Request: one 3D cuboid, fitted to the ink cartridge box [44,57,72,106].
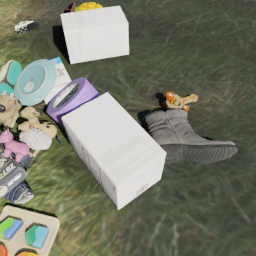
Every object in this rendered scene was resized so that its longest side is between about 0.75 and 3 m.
[{"bbox_3d":[-2.915,-1.832,10.937,1.221,0.715,1.690,-22,60,-14],"label":"ink cartridge box"}]

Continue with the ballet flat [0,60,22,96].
[{"bbox_3d":[-4.808,-1.575,10.864,0.795,0.860,2.551,-15,47,25],"label":"ballet flat"}]

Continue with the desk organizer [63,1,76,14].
[{"bbox_3d":[-2.897,-5.787,13.870,0.398,0.427,1.109,5,55,3],"label":"desk organizer"}]

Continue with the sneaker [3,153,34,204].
[{"bbox_3d":[-3.186,1.568,8.593,1.122,0.590,1.552,20,65,25],"label":"sneaker"}]

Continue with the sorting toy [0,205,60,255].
[{"bbox_3d":[-3.042,3.222,7.643,1.810,0.357,1.955,11,56,8],"label":"sorting toy"}]

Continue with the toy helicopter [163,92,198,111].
[{"bbox_3d":[2.078,-0.959,10.475,1.418,0.559,0.938,-18,51,-25],"label":"toy helicopter"}]

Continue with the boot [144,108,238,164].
[{"bbox_3d":[2.060,0.134,9.404,2.919,1.019,1.921,1,55,-2],"label":"boot"}]

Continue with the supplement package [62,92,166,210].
[{"bbox_3d":[-0.464,0.644,8.600,1.734,1.713,2.861,-32,61,-20],"label":"supplement package"}]

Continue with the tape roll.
[{"bbox_3d":[-1.904,-0.887,9.709,1.752,0.744,1.752,-29,33,21],"label":"tape roll"}]

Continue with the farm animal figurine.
[{"bbox_3d":[-3.486,-0.277,8.770,2.927,2.363,1.472,28,97,19],"label":"farm animal figurine"}]

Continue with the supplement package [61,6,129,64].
[{"bbox_3d":[-1.371,-3.942,11.849,2.562,1.534,1.553,-11,50,-8],"label":"supplement package"}]

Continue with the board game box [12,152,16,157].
[{"bbox_3d":[-4.050,1.047,9.253,1.189,0.232,0.940,-18,51,-16],"label":"board game box"}]

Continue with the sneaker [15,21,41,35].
[{"bbox_3d":[-4.768,-4.874,13.222,1.207,0.447,0.534,-25,61,-17],"label":"sneaker"}]

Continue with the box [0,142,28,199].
[{"bbox_3d":[-4.563,1.506,8.276,2.589,0.636,2.087,-42,55,-14],"label":"box"}]

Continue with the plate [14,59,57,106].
[{"bbox_3d":[-3.537,-1.769,10.462,1.968,0.251,1.968,-8,67,20],"label":"plate"}]

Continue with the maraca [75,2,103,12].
[{"bbox_3d":[-1.464,-5.239,13.147,2.101,1.124,1.440,-10,61,-32],"label":"maraca"}]
